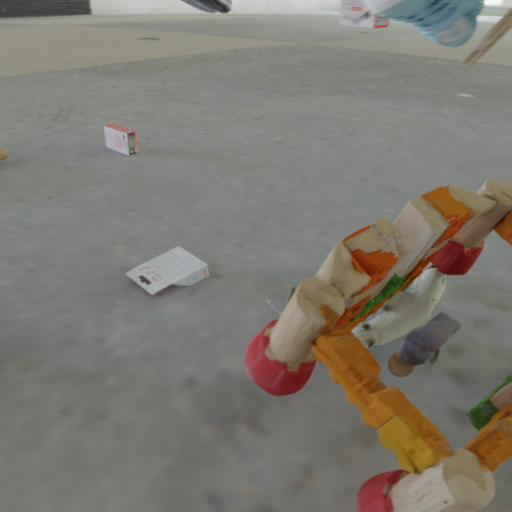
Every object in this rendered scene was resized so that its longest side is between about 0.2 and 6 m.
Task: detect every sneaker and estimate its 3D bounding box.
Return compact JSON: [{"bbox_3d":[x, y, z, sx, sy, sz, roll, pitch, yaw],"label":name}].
[{"bbox_3d":[2.167,-2.984,6.452,1.062,1.177,2.872,-26,12,43],"label":"sneaker"}]

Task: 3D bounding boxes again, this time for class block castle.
[{"bbox_3d":[1.583,0.755,4.856,3.069,1.440,2.050,-26,66,-33],"label":"block castle"}]

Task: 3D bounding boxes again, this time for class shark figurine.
[{"bbox_3d":[1.203,0.704,6.226,1.997,1.193,0.833,-15,2,-2],"label":"shark figurine"}]

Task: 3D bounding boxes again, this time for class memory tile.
[{"bbox_3d":[2.951,-2.764,6.124,0.161,1.466,1.913,44,15,2],"label":"memory tile"}]

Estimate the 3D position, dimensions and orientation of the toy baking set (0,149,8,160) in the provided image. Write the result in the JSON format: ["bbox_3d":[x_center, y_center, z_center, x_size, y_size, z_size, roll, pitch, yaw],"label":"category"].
[{"bbox_3d":[-6.648,-1.826,11.183,3.105,0.361,2.383,-15,29,-26],"label":"toy baking set"}]

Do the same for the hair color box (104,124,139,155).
[{"bbox_3d":[-2.969,-2.566,12.332,0.284,0.493,0.889,-25,38,-38],"label":"hair color box"}]

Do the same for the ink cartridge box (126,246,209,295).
[{"bbox_3d":[-1.173,0.249,7.473,0.881,0.221,0.714,-31,41,-28],"label":"ink cartridge box"}]

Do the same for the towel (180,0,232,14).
[{"bbox_3d":[-0.888,-5.135,9.906,0.682,1.321,1.595,9,12,19],"label":"towel"}]

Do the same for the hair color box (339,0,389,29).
[{"bbox_3d":[1.805,-4.456,9.094,0.438,1.370,0.760,-19,33,-35],"label":"hair color box"}]
